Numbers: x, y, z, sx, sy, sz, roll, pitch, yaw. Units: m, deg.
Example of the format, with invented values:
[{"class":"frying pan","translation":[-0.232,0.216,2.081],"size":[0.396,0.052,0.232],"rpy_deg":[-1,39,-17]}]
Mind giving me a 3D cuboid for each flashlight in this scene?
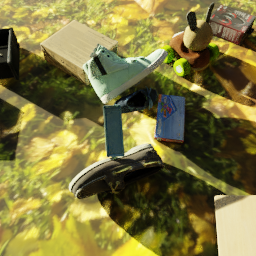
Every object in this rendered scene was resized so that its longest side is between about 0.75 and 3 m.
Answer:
[{"class":"flashlight","translation":[-0.354,-2.399,10.464],"size":[2.086,0.709,0.706],"rpy_deg":[32,15,-13]}]

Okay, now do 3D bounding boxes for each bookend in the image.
[{"class":"bookend","translation":[-5.521,-2.837,11.131],"size":[2.132,0.982,2.119],"rpy_deg":[-9,56,-6]}]

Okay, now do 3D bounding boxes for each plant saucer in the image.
[{"class":"plant saucer","translation":[-0.408,0.087,8.138],"size":[0.528,0.143,1.510],"rpy_deg":[-4,82,0]}]

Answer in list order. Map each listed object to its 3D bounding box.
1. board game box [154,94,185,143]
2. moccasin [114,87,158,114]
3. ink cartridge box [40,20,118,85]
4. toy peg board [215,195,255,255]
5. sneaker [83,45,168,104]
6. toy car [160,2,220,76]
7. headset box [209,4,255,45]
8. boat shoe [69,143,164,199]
[{"class":"board game box","translation":[1.500,-0.372,9.913],"size":[0.995,0.188,1.932],"rpy_deg":[8,56,4]},{"class":"moccasin","translation":[0.447,-0.905,9.643],"size":[2.042,0.696,0.822],"rpy_deg":[-32,103,-42]},{"class":"ink cartridge box","translation":[-1.916,-3.107,11.345],"size":[2.449,0.920,2.017],"rpy_deg":[33,61,20]},{"class":"toy peg board","translation":[3.347,2.850,7.421],"size":[1.869,0.918,1.877],"rpy_deg":[-4,53,16]},{"class":"sneaker","translation":[-0.083,-2.358,9.600],"size":[2.993,1.102,1.766],"rpy_deg":[-36,97,-18]},{"class":"toy car","translation":[2.504,-3.571,10.763],"size":[1.976,2.406,1.898],"rpy_deg":[-31,61,-19]},{"class":"headset box","translation":[4.650,-4.596,12.500],"size":[1.895,0.711,1.409],"rpy_deg":[30,61,19]},{"class":"boat shoe","translation":[-0.273,1.374,8.199],"size":[2.868,1.022,0.864],"rpy_deg":[-24,55,-18]}]
